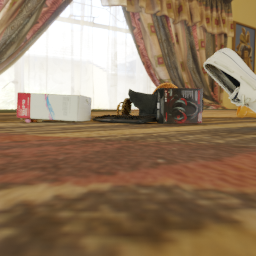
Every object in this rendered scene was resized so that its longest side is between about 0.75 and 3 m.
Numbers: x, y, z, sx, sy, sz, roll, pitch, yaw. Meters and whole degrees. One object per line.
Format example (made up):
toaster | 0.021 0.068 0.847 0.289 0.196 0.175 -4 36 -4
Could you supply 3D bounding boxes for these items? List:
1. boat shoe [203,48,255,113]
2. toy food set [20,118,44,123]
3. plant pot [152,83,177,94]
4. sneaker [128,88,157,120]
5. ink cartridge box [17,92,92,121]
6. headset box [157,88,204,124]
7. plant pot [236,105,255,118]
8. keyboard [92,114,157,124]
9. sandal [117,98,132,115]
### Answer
boat shoe | 3.144 -1.021 7.594 0.873 2.656 0.956 -35 -9 -17
toy food set | -3.364 -0.252 9.829 0.770 0.121 0.490 4 4 -19
plant pot | 1.924 -1.130 12.770 1.599 1.599 1.119 5 -9 45
sneaker | 1.173 -0.888 10.654 2.360 1.231 0.709 -1 6 0
ink cartridge box | -2.601 -0.758 10.180 2.223 0.921 1.620 4 3 9
headset box | 1.790 -0.744 9.306 1.572 1.169 0.590 -1 6 -17
plant pot | 5.765 -0.924 13.168 0.979 1.069 1.069 18 8 12
keyboard | 0.004 -0.364 10.050 2.440 0.251 1.550 5 8 44
sandal | -0.179 -0.791 11.707 0.576 0.856 2.132 13 -1 3
